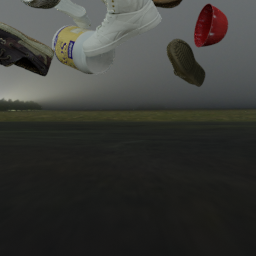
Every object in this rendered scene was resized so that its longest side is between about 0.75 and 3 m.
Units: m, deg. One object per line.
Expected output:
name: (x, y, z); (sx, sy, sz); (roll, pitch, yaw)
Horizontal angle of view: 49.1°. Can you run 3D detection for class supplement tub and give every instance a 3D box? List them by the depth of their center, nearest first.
supplement tub: (-1.536, -2.685, 9.663); (1.442, 1.442, 1.983); (-2, 23, -45)

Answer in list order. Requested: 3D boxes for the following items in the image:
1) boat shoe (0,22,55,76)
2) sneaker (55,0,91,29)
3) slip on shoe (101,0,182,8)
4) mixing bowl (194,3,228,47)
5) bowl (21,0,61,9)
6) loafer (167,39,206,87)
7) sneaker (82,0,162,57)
boat shoe: (-3.186, -2.097, 7.539); (1.016, 0.916, 2.825); (-1, -6, 32)
sneaker: (-1.830, -3.718, 9.106); (1.424, 0.525, 0.823); (37, -6, 18)
slip on shoe: (0.503, -4.107, 8.382); (2.764, 1.051, 0.837); (-2, 9, -22)
mixing bowl: (3.181, -3.759, 10.499); (0.843, 1.557, 1.557); (6, 0, -11)
bowl: (-1.570, -2.324, 4.543); (0.936, 0.936, 0.439); (1, 43, 22)
loafer: (1.863, -2.134, 9.557); (0.779, 0.878, 2.310); (12, -19, 42)
sneaker: (-0.464, -2.926, 7.422); (2.363, 0.871, 1.366); (-23, -45, 18)
